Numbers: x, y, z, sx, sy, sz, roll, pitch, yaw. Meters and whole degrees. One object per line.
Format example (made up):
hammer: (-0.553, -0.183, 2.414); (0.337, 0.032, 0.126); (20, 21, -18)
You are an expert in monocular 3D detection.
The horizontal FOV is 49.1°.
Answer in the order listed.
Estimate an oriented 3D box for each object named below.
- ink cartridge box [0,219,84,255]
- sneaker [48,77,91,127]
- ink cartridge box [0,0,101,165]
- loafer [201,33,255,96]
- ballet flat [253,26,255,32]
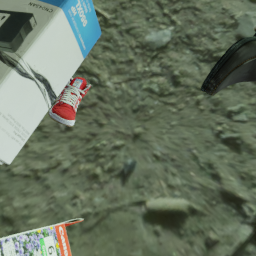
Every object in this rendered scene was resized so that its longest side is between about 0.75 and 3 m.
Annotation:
ink cartridge box: (-1.466, 1.686, 3.507); (1.283, 2.355, 0.593); (-20, 74, 7)
sneaker: (-1.201, -0.631, 5.930); (0.565, 1.585, 0.891); (27, 103, -17)
ink cartridge box: (-1.891, -1.065, 4.053); (1.880, 1.095, 2.600); (23, 69, 17)
loafer: (2.113, -1.108, 4.708); (2.096, 0.763, 0.758); (-37, 75, -17)
ballet flat: (4.195, -2.505, 6.050); (2.718, 0.944, 0.944); (14, 64, 41)
